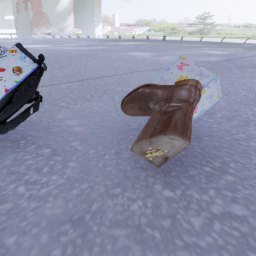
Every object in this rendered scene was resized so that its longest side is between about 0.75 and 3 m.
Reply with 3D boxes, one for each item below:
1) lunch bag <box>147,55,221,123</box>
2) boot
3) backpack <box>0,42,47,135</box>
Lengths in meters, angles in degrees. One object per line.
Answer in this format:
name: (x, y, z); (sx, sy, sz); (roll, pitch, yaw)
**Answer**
lunch bag: (1.663, -1.080, 9.164); (2.078, 1.321, 1.762); (-39, 52, -11)
boot: (0.483, -0.116, 7.095); (2.671, 0.920, 2.866); (-16, 31, 33)
backpack: (-3.559, -1.022, 7.654); (1.913, 2.483, 2.365); (32, 61, -5)
